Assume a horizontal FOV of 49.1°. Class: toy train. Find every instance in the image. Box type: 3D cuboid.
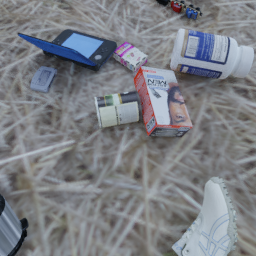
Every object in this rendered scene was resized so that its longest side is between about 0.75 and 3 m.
[{"bbox_3d":[2.025,-4.952,11.354,2.140,0.365,0.490,32,68,18],"label":"toy train"}]

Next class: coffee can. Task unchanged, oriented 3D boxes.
[{"bbox_3d":[-0.299,-0.564,8.398,1.293,0.946,0.946,-10,60,-6],"label":"coffee can"}]

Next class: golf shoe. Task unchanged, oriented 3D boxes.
[{"bbox_3d":[1.644,2.441,6.145,1.333,1.074,2.743,1,80,6],"label":"golf shoe"}]

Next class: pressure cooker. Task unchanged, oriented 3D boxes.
[{"bbox_3d":[-3.174,2.411,6.345,1.383,1.572,1.404,-4,34,20],"label":"pressure cooker"}]

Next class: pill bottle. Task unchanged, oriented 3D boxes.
[{"bbox_3d":[2.706,-2.362,9.187,2.428,1.347,1.347,11,60,2],"label":"pill bottle"}]

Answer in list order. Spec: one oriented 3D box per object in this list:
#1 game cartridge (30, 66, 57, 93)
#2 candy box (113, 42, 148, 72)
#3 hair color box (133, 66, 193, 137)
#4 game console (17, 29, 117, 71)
[{"bbox_3d":[-2.880,-1.656,9.504,0.662,0.203,0.995,14,60,4],"label":"game cartridge"},{"bbox_3d":[0.071,-2.532,9.934,1.058,0.323,0.721,39,67,21],"label":"candy box"},{"bbox_3d":[1.013,-0.810,8.496,1.203,0.694,2.170,2,58,-25],"label":"hair color box"},{"bbox_3d":[-1.925,-2.933,9.342,2.437,1.442,2.080,22,61,22],"label":"game console"}]
